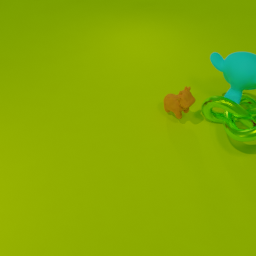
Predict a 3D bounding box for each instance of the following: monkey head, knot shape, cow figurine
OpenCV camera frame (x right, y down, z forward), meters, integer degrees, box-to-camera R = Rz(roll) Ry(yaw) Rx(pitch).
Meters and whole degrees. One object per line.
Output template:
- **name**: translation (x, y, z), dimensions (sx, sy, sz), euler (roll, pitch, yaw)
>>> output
- **monkey head**: translation (3.020, -1.330, 7.521), dimensions (1.858, 1.120, 1.337), euler (26, 82, 23)
- **knot shape**: translation (3.185, -0.279, 7.689), dimensions (2.068, 0.955, 1.935), euler (6, 22, -13)
- **cow figurine**: translation (1.433, -0.794, 8.066), dimensions (0.608, 1.090, 1.108), euler (-39, 45, -19)
